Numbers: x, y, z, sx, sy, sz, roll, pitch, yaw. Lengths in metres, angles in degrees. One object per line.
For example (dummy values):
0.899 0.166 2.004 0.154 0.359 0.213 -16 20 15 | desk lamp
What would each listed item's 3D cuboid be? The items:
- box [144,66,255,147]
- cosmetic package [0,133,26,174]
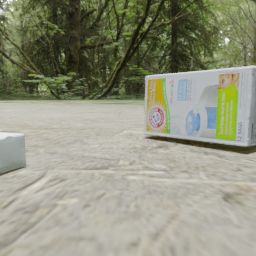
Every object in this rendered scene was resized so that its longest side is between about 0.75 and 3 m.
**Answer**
1.541 -0.419 5.577 1.193 1.323 2.353 -2 6 -42 | box
-1.912 0.290 3.590 1.064 0.451 0.572 4 8 24 | cosmetic package
